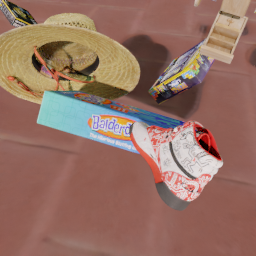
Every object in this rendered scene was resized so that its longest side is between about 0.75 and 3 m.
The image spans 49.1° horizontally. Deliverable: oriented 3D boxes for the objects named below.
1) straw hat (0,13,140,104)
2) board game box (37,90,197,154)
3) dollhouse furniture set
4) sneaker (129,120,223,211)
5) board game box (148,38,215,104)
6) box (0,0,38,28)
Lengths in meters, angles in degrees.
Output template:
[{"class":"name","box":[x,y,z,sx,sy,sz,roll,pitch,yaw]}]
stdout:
[{"class":"straw hat","box":[-1.229,-1.553,5.587,2.965,2.965,1.255,0,69,0]},{"class":"board game box","box":[-0.047,-0.089,5.234,2.604,0.586,1.981,16,9,1]},{"class":"dollhouse furniture set","box":[1.564,-1.709,4.249,1.161,1.264,0.822,23,77,13]},{"class":"sneaker","box":[0.508,0.157,3.159,0.469,0.754,1.406,24,23,-31]},{"class":"board game box","box":[1.483,-1.500,7.223,0.493,1.438,1.739,49,52,-14]},{"class":"box","box":[-2.923,-2.997,7.582,1.073,0.265,0.857,52,21,27]}]
